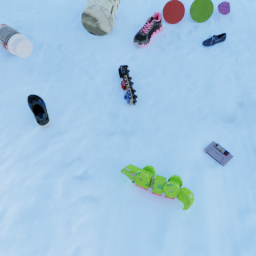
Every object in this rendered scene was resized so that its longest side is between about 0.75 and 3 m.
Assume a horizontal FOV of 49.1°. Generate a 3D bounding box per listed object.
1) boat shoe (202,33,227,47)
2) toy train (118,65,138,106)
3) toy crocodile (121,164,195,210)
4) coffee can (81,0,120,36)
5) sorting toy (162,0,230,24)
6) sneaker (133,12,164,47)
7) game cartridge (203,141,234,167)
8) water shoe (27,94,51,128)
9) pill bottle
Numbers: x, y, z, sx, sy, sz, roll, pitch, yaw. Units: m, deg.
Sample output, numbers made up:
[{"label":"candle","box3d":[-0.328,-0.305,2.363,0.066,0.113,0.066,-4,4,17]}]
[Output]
[{"label":"boat shoe","box3d":[3.500,-3.647,11.398,1.110,0.381,0.467,-26,58,-18]},{"label":"toy train","box3d":[-0.041,-1.546,9.871,0.439,0.327,1.916,-5,54,-12]},{"label":"toy crocodile","box3d":[0.777,1.507,7.508,2.084,0.643,0.703,19,16,15]},{"label":"coffee can","box3d":[-1.121,-4.981,11.771,1.341,1.341,1.833,6,54,5]},{"label":"sorting toy","box3d":[2.954,-5.303,12.464,2.999,1.040,1.033,-5,30,-1]},{"label":"sneaker","box3d":[0.821,-4.071,11.404,0.744,0.898,1.883,29,60,17]},{"label":"game cartridge","box3d":[2.696,0.749,8.336,0.488,0.144,0.753,-38,62,-20]},{"label":"water shoe","box3d":[-2.912,-0.704,9.101,0.544,0.601,1.523,-26,58,-18]},{"label":"pill bottle","box3d":[-4.480,-3.383,10.911,1.502,0.855,0.855,35,61,23]}]
